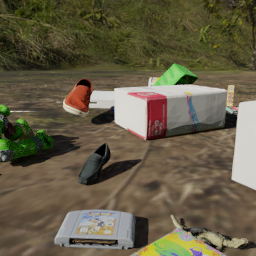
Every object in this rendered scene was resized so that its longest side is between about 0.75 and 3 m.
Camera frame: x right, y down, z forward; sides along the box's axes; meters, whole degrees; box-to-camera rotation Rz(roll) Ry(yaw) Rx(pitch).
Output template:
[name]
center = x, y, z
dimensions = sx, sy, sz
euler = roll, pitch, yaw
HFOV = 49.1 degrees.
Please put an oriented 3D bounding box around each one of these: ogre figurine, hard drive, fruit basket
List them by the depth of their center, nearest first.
[ogre figurine]
center = -2.903, 0.055, 6.053
dimensions = 2.227, 1.093, 1.335
euler = 45, 25, -2
[fruit basket]
center = 2.114, -1.573, 12.096
dimensions = 1.993, 1.993, 1.437
euler = 13, 9, 42
[hard drive]
center = -1.252, -1.386, 13.350
dimensions = 1.949, 0.388, 2.956
euler = 2, 15, 8

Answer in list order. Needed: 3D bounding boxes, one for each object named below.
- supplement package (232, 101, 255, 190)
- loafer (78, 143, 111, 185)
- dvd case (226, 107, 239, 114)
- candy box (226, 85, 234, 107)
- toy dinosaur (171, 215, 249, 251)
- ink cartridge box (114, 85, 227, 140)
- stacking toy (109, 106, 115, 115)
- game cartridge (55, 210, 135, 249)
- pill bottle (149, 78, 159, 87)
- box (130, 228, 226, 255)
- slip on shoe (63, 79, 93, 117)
[supplement package]
center = 3.015, 0.411, 4.124
dimensions = 1.449, 1.431, 2.390
euler = -8, 16, -29
[loafer]
center = -0.620, 0.640, 5.162
dimensions = 0.357, 0.369, 1.051
euler = 10, 30, 18
[dvd case]
center = 4.663, -0.706, 11.182
dimensions = 1.263, 0.139, 0.922
euler = 0, 14, 3
[candy box]
center = 4.316, -1.321, 11.843
dimensions = 0.252, 0.891, 0.520
euler = 4, -3, 16
[toy dinosaur]
center = 0.849, 1.261, 3.280
dimensions = 0.993, 0.236, 0.437
euler = 10, 3, 36
[ink cartridge box]
center = 1.255, -0.618, 8.603
dimensions = 2.844, 1.218, 2.099
euler = -6, 16, -25
[stacking toy]
center = -0.361, -0.606, 10.485
dimensions = 0.323, 0.323, 0.757
euler = -11, 22, -37
[game cartridge]
center = -0.373, 1.239, 3.483
dimensions = 0.919, 0.191, 0.612
euler = 1, 18, 3
[pill bottle]
center = 2.115, -2.385, 16.060
dimensions = 1.769, 0.984, 0.984
euler = 4, 15, 14
[box]
center = 0.206, 1.298, 1.788
dimensions = 0.910, 0.877, 0.555
euler = -12, 18, -38
[slip on shoe]
center = -1.644, -1.086, 9.649
dimensions = 0.899, 0.743, 2.427
euler = 21, 25, -10
